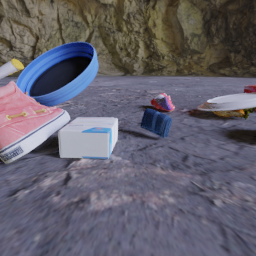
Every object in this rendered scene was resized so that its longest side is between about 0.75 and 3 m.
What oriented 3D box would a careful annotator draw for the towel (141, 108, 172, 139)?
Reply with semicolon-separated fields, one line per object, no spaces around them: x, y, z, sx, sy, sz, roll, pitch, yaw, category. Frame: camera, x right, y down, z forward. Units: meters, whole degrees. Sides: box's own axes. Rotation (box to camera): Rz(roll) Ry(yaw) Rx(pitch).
0.661;-0.134;6.723;0.230;0.530;0.949;5;13;-32;towel

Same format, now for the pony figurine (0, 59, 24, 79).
-3.718;-0.712;5.630;2.589;2.156;2.499;-38;3;11;pony figurine

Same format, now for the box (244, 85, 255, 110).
5.447;-1.115;10.562;0.914;0.954;1.915;-10;16;-38;box

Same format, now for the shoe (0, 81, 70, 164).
-2.090;-0.347;5.841;0.986;1.255;2.759;-26;12;10;shoe

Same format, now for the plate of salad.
3.765;-0.752;9.704;2.699;0.648;2.699;-10;10;2;plate of salad

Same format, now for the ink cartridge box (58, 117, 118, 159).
-0.749;0.162;5.736;0.954;0.559;1.321;1;14;5;ink cartridge box

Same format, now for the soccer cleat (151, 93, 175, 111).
1.327;-0.941;10.924;0.723;0.631;1.892;-27;16;6;soccer cleat

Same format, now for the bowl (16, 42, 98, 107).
-1.840;-1.433;7.419;2.302;0.452;2.302;-14;44;14;bowl
